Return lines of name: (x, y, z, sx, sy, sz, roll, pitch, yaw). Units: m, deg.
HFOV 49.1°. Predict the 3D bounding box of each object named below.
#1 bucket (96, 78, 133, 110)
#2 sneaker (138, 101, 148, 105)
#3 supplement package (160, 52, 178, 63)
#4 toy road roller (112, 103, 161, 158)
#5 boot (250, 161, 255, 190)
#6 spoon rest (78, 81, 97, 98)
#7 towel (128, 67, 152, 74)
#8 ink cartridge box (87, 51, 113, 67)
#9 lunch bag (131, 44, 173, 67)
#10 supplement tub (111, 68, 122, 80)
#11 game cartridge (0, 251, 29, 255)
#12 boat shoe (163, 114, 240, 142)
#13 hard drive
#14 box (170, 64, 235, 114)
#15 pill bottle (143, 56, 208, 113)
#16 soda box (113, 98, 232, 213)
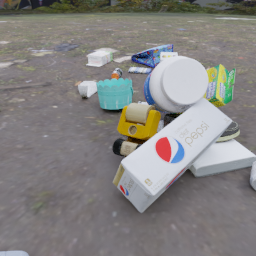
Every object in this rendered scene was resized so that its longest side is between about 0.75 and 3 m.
bucket: (-0.481, -1.300, 10.534, 1.413, 0.919, 1.413, -3, 21, 1)
sneaker: (0.627, -0.739, 10.356, 0.556, 0.363, 0.967, 1, 24, 9)
supplement package: (2.154, -3.367, 14.802, 0.948, 0.913, 1.667, 3, 28, 5)
toy road roller: (0.367, 0.207, 7.424, 0.961, 1.564, 1.142, 12, -5, 34)
boot: (3.784, 1.132, 6.432, 1.795, 0.660, 0.858, 9, 35, 19)
spoon rest: (-1.771, -1.676, 12.114, 0.978, 0.597, 1.969, 3, 14, 2)
towel: (0.655, -3.119, 15.188, 1.172, 0.139, 0.861, 7, 26, 9)
ink cartridge box: (-1.717, -4.153, 16.696, 0.974, 0.560, 1.664, 12, 30, 21)
lunch bag: (1.378, -4.369, 16.838, 1.684, 1.052, 2.236, -22, 26, -32)
supplement tub: (-0.568, -2.658, 13.947, 0.464, 0.464, 0.757, 5, 27, 9)
game cartridge: (-2.374, 2.491, 4.240, 1.704, 0.345, 1.136, -9, 25, -17)
boat shoe: (2.067, -0.094, 7.933, 2.175, 0.715, 0.777, 0, 31, 7)
hard drive: (2.101, 0.393, 8.193, 1.772, 0.353, 2.687, -8, 29, -15)
box: (2.401, -1.158, 9.101, 2.221, 0.537, 1.303, -18, 50, 49)
pill bottle: (1.282, -1.169, 7.847, 1.499, 1.499, 2.670, -2, 2, -3)
soda box: (1.074, 0.516, 6.409, 0.947, 1.013, 2.975, 43, 56, 17)
